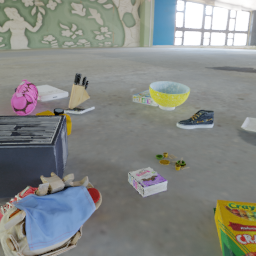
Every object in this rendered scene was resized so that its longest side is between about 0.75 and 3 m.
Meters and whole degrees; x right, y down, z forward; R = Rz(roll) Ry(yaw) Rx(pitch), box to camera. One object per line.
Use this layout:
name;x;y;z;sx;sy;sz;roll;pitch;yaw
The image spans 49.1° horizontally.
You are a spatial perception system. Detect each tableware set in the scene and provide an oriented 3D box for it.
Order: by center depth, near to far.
tableware set;1.391;1.046;8.981;0.741;0.169;1.100;-9;23;-21

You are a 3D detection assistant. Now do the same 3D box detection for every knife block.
knife block;-2.591;-1.912;13.965;1.577;1.385;0.505;-33;19;-4

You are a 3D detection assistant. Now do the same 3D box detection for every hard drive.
hard drive;-5.070;-2.159;17.089;1.726;0.349;2.617;-18;27;-38

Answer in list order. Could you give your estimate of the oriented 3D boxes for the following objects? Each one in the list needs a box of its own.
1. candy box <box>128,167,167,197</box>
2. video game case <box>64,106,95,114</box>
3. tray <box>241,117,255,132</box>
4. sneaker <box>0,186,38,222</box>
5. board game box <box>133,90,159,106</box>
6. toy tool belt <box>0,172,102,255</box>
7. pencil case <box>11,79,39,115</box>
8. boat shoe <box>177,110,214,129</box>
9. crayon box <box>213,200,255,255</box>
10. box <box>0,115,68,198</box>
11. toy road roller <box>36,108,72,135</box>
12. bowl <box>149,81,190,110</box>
candy box;0.520;1.459;7.688;0.739;0.315;0.881;-11;23;-26
video game case;-2.439;-0.918;14.006;1.154;0.135;1.049;7;21;34
tray;5.412;-0.132;12.056;0.816;0.168;1.519;13;24;28
sneaker;-2.387;1.714;6.317;1.899;0.824;0.700;-14;25;-30
board game box;1.576;-1.832;16.154;1.577;0.401;2.345;14;25;34
toy tool belt;-1.319;1.604;5.542;2.327;1.430;1.453;-20;65;-39
pencil case;-5.299;-1.616;14.381;1.241;1.281;2.735;-6;23;-14
boat shoe;2.879;-0.400;11.960;1.606;0.729;0.568;-3;21;-7
crayon box;2.551;2.139;5.584;1.410;0.564;2.221;3;21;7
box;-3.089;0.706;7.889;2.495;1.537;2.475;-1;20;-5
toy road roller;-2.890;-0.118;11.065;1.077;0.907;1.476;30;34;32
bowl;2.060;-1.566;14.351;2.080;1.119;2.080;4;26;-2
